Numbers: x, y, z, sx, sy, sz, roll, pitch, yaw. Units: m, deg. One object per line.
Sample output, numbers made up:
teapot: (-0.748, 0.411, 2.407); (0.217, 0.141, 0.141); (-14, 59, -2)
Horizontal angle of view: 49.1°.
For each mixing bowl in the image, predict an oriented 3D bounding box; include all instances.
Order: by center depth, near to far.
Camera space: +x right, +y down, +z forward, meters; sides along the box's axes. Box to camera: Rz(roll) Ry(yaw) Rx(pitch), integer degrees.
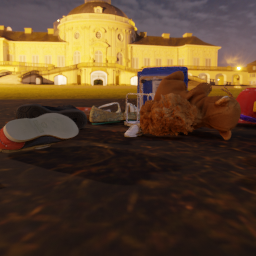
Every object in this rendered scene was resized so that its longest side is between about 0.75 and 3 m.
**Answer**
mixing bowl: (5.561, -0.971, 11.688); (2.623, 1.421, 2.623); (-1, 8, 0)

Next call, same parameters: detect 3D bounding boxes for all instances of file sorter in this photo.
file sorter: (0.998, -0.654, 10.110); (1.901, 1.184, 1.319); (-3, 8, -24)

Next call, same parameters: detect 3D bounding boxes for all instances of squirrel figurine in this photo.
squirrel figurine: (1.671, -0.366, 7.611); (2.517, 1.781, 2.349); (-23, 30, -34)

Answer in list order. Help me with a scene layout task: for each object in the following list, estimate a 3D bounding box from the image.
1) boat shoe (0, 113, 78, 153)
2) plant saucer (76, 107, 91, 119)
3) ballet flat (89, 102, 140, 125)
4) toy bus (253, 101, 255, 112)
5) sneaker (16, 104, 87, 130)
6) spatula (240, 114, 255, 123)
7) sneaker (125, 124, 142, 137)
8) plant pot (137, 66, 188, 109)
boat shoe: (-1.950, 0.136, 6.220); (0.626, 0.712, 2.001); (-42, -17, 29)
plant saucer: (-2.806, -0.684, 13.144); (2.849, 0.460, 2.849); (0, 8, 0)
ballet flat: (-0.223, -0.579, 10.861); (2.536, 0.896, 0.896); (-2, 8, -14)
toy bus: (5.143, -0.370, 8.546); (0.824, 0.991, 2.531); (-4, 8, -29)
sneaker: (-2.494, -0.370, 9.362); (2.235, 0.855, 1.280); (2, 5, -8)
spatula: (3.545, -0.281, 10.465); (2.928, 0.301, 0.827); (-2, 16, 14)
sneaker: (0.131, 0.078, 7.815); (0.307, 0.324, 0.804); (6, 11, 25)
plant pot: (1.862, -2.068, 15.656); (2.676, 2.676, 2.406); (3, 14, 18)
